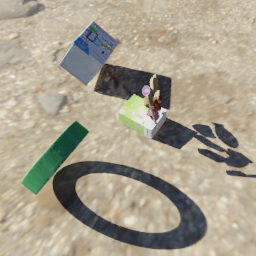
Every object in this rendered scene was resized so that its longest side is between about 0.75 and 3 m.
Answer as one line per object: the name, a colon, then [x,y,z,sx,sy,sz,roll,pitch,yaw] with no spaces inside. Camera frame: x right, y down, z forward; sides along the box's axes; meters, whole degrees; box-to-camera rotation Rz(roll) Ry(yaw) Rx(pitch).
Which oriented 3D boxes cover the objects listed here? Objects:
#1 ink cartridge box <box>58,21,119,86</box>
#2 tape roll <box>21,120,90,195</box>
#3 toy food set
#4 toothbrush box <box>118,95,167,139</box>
ink cartridge box: [-1.221,-2.383,8.895,1.107,1.102,1.509,37,45,-15]
tape roll: [-1.586,0.634,6.223,0.431,1.794,1.794,40,55,-6]
toy food set: [0.629,-0.702,7.203,0.247,0.998,1.570,-12,21,19]
toothbrush box: [0.403,-0.333,7.850,1.109,0.477,0.808,30,62,20]
